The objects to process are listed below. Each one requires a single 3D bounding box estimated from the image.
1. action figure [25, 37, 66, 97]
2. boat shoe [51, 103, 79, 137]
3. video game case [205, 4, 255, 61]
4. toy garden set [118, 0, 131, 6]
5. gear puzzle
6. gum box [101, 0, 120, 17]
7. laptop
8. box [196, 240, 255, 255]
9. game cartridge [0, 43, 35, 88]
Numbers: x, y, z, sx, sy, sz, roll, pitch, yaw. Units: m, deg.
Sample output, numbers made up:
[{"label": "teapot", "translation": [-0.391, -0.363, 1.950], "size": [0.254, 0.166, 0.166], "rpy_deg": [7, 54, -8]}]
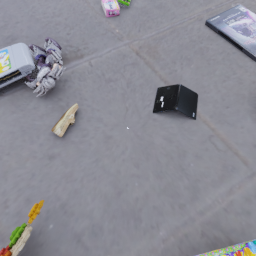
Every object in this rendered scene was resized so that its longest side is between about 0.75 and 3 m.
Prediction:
[{"label": "action figure", "translation": [-2.979, -2.223, 10.049], "size": [1.729, 0.922, 2.657], "rpy_deg": [-32, 45, 16]}, {"label": "boat shoe", "translation": [-1.981, -0.264, 9.208], "size": [0.425, 0.469, 1.316], "rpy_deg": [42, 58, -15]}, {"label": "video game case", "translation": [5.070, -4.108, 11.874], "size": [2.109, 0.280, 2.952], "rpy_deg": [-30, 60, -18]}, {"label": "toy garden set", "translation": [-0.322, -6.282, 13.061], "size": [1.054, 0.252, 1.264], "rpy_deg": [19, 48, -10]}, {"label": "gear puzzle", "translation": [-2.702, 2.718, 6.422], "size": [0.321, 1.269, 2.451], "rpy_deg": [37, 72, -14]}, {"label": "gum box", "translation": [-0.793, -5.533, 12.773], "size": [0.632, 0.368, 1.113], "rpy_deg": [-12, 57, -8]}, {"label": "laptop", "translation": [1.674, -0.878, 9.797], "size": [1.341, 0.692, 1.188], "rpy_deg": [-6, 51, 27]}, {"label": "box", "translation": [2.301, 3.668, 6.006], "size": [2.002, 1.221, 1.928], "rpy_deg": [-10, 57, -8]}, {"label": "game cartridge", "translation": [-4.669, -2.090, 10.004], "size": [2.577, 0.522, 1.718], "rpy_deg": [-27, 48, -4]}]
